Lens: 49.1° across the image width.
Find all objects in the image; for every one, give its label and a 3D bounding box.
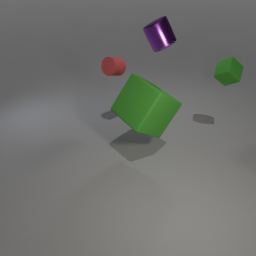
[{"bbox_3d":[0.855,-2.527,7.548,0.700,0.700,0.700,-26,22,11],"label":"cylinder"},{"bbox_3d":[0.594,-0.698,9.132,1.400,1.400,1.400,42,16,35],"label":"cube"},{"bbox_3d":[-0.545,-2.360,10.738,0.700,0.700,0.700,20,19,31],"label":"cylinder"},{"bbox_3d":[3.741,-2.102,10.431,0.700,0.700,0.700,-12,52,57],"label":"cube"}]
